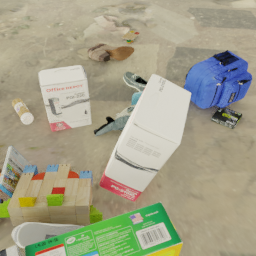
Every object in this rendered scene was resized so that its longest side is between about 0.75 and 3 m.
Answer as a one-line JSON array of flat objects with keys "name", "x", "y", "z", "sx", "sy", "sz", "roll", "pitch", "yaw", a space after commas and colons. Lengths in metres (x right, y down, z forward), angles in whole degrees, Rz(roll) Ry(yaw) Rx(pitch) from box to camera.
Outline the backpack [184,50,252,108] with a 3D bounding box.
[{"name": "backpack", "x": 3.166, "y": -1.640, "z": 9.992, "sx": 2.075, "sy": 1.686, "sz": 1.741, "roll": -20, "pitch": 46, "yaw": -22}]

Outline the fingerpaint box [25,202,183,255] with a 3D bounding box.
[{"name": "fingerpaint box", "x": -0.398, "y": 2.582, "z": 5.169, "sx": 2.446, "sy": 2.040, "sz": 0.897, "roll": -14, "pitch": 45, "yaw": -15}]

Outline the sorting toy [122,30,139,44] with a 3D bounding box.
[{"name": "sorting toy", "x": 0.100, "y": -4.619, "z": 14.307, "sx": 0.615, "sy": 0.216, "sz": 1.276, "roll": 19, "pitch": 46, "yaw": 19}]

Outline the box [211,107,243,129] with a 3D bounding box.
[{"name": "box", "x": 3.433, "y": -0.373, "z": 9.728, "sx": 0.823, "sy": 0.196, "sz": 0.795, "roll": 27, "pitch": 46, "yaw": 27}]

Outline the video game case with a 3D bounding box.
[{"name": "video game case", "x": -2.960, "y": 1.248, "z": 7.436, "sx": 0.119, "sy": 0.956, "sz": 1.336, "roll": -19, "pitch": 42, "yaw": 9}]

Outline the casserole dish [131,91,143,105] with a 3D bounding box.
[{"name": "casserole dish", "x": 0.952, "y": -1.161, "z": 9.650, "sx": 1.270, "sy": 0.407, "sz": 2.097, "roll": -8, "pitch": 6, "yaw": 36}]

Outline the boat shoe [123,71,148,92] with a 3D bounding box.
[{"name": "boat shoe", "x": 0.443, "y": -1.872, "z": 11.071, "sx": 0.670, "sy": 0.568, "sz": 1.840, "roll": -24, "pitch": 48, "yaw": -24}]

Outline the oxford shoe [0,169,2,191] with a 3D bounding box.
[{"name": "oxford shoe", "x": -4.146, "y": 1.039, "z": 7.730, "sx": 2.486, "sy": 0.886, "sz": 0.906, "roll": 13, "pitch": 39, "yaw": 14}]

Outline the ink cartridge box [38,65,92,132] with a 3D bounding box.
[{"name": "ink cartridge box", "x": -1.973, "y": -0.928, "z": 9.035, "sx": 1.411, "sy": 1.938, "sz": 0.822, "roll": -12, "pitch": 44, "yaw": -12}]

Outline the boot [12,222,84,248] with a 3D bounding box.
[{"name": "boot", "x": -1.606, "y": 2.453, "z": 6.279, "sx": 1.907, "sy": 0.911, "sz": 0.701, "roll": 23, "pitch": 66, "yaw": -23}]

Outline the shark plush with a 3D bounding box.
[{"name": "shark plush", "x": 0.268, "y": -0.187, "z": 9.070, "sx": 2.711, "sy": 1.232, "sz": 1.129, "roll": -10, "pitch": 74, "yaw": -17}]

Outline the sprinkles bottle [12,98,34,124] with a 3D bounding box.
[{"name": "sprinkles bottle", "x": -3.699, "y": -0.596, "z": 9.820, "sx": 0.399, "sy": 0.399, "sz": 1.170, "roll": -25, "pitch": 48, "yaw": -24}]

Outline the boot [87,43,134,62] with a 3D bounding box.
[{"name": "boot", "x": -0.869, "y": -3.582, "z": 12.890, "sx": 1.917, "sy": 0.673, "sz": 1.401, "roll": -22, "pitch": 43, "yaw": -26}]

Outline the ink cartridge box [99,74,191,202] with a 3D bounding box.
[{"name": "ink cartridge box", "x": 0.393, "y": 0.302, "z": 7.031, "sx": 1.117, "sy": 2.650, "sz": 1.918, "roll": 25, "pitch": 46, "yaw": -3}]

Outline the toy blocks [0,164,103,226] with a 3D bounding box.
[{"name": "toy blocks", "x": -1.817, "y": 1.579, "z": 7.095, "sx": 2.400, "sy": 1.199, "sz": 1.641, "roll": -1, "pitch": 32, "yaw": -1}]

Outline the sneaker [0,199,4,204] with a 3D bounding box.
[{"name": "sneaker", "x": -4.287, "y": 2.109, "z": 6.393, "sx": 2.735, "sy": 1.073, "sz": 1.030, "roll": -14, "pitch": 45, "yaw": -14}]

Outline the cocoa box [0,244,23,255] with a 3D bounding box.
[{"name": "cocoa box", "x": -2.373, "y": 3.124, "z": 5.485, "sx": 0.795, "sy": 0.808, "sz": 1.212, "roll": -19, "pitch": 46, "yaw": -19}]
